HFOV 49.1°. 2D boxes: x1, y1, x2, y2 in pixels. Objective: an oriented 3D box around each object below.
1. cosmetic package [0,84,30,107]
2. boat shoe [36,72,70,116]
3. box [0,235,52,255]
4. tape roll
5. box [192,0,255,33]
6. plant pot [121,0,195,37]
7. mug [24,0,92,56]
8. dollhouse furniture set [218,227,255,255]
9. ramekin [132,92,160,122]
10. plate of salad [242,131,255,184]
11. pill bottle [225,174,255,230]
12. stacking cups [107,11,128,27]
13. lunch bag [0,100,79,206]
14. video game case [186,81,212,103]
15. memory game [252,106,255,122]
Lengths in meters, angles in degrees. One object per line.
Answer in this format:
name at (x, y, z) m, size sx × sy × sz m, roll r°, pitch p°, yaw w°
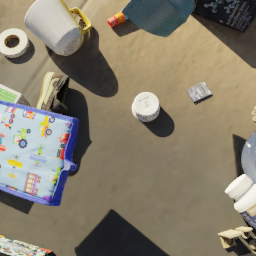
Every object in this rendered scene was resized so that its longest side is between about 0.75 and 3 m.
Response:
cosmetic package at (-4.773, -0.110, 9.673) m, size 1.454 × 1.146 × 2.702 m, roll 23°, pitch 73°, yaw 4°
boat shoe at (-2.627, -0.714, 9.912) m, size 0.924 × 1.044 × 2.852 m, roll 1°, pitch 73°, yaw 6°
box at (-3.906, 3.543, 8.098) m, size 2.979 × 2.040 × 0.594 m, roll 15°, pitch 73°, yaw 4°
tape roll at (-4.573, -3.386, 11.150) m, size 1.231 × 0.225 × 1.231 m, roll 0°, pitch 73°, yaw 1°
box at (3.888, -5.232, 10.790) m, size 2.649 × 1.966 × 1.418 m, roll 25°, pitch 74°, yaw 8°
plant pot at (0.998, -3.498, 7.886) m, size 1.498 × 1.471 × 1.467 m, roll 41°, pitch 54°, yaw -16°
mug at (-2.461, -3.858, 10.588) m, size 2.173 × 1.740 × 1.784 m, roll -41°, pitch 85°, yaw -5°
dollhouse furniture set at (3.672, 3.733, 8.576) m, size 1.175 × 1.006 × 1.235 m, roll -15°, pitch 74°, yaw -4°
ramekin at (0.664, -0.793, 10.215) m, size 1.041 × 0.507 × 1.041 m, roll 0°, pitch 73°, yaw 0°
plate of salad at (4.972, 1.111, 9.622) m, size 2.307 × 0.554 × 2.307 m, roll 0°, pitch 83°, yaw -4°
pill bottle at (4.178, 2.540, 8.853) m, size 1.178 × 1.178 × 2.122 m, roll -41°, pitch 77°, yaw -11°
stacking cups at (-0.073, -4.610, 11.448) m, size 1.619 × 0.490 × 0.490 m, roll -33°, pitch 76°, yaw -4°
lunch bag at (-2.492, 0.566, 7.038) m, size 2.848 × 1.340 × 2.144 m, roll 14°, pitch 88°, yaw 27°
video game case at (2.691, -1.366, 10.616) m, size 0.810 × 0.077 × 0.578 m, roll -25°, pitch 75°, yaw -6°
memory game at (5.118, -0.431, 10.333) m, size 1.087 × 0.069 × 1.087 m, roll 0°, pitch 73°, yaw 0°
